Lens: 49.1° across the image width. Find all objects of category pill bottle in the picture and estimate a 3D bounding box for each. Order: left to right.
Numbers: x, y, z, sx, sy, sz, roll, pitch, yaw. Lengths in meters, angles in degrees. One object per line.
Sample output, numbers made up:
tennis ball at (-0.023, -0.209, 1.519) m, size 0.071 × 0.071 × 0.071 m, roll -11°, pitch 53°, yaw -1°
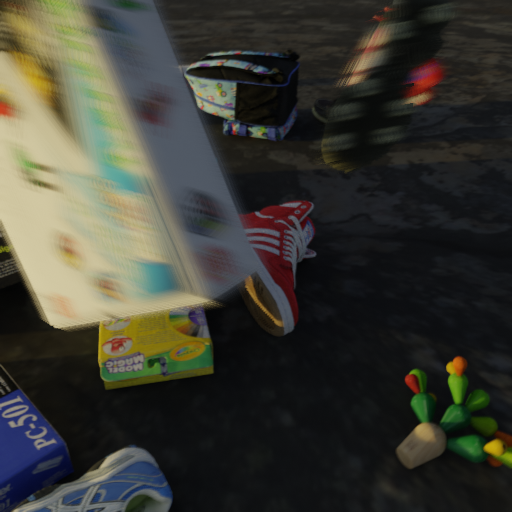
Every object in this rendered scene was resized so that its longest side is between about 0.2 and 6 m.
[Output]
pill bottle at (-2.136, -5.520, 17.271) m, size 1.194 × 0.654 × 0.654 m, roll -9°, pitch 34°, yaw -13°

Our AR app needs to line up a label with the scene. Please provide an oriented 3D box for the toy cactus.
toy cactus at (2.130, 1.846, 6.132) m, size 1.314 × 0.814 × 1.592 m, roll -28°, pitch 50°, yaw -21°

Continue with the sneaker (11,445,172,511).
sneaker at (-1.605, 2.460, 5.107) m, size 1.838 × 0.696 × 0.708 m, roll -28°, pitch 39°, yaw -34°

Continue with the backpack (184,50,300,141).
backpack at (-0.377, -4.115, 14.081) m, size 2.681 × 1.804 × 2.447 m, roll 7°, pitch 34°, yaw 10°

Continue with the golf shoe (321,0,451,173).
golf shoe at (1.713, -2.304, 7.634) m, size 0.987 × 2.558 × 1.126 m, roll 28°, pitch 10°, yaw -7°

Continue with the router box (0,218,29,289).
router box at (-4.477, -0.445, 8.472) m, size 3.505 × 1.089 × 2.626 m, roll -21°, pitch 37°, yaw -6°

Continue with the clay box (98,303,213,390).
clay box at (-1.381, 0.914, 7.565) m, size 1.377 × 0.570 × 2.397 m, roll -7°, pitch 34°, yaw -10°

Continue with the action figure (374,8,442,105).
action figure at (2.533, -3.742, 9.250) m, size 0.780 × 3.017 × 0.987 m, roll -25°, pitch 44°, yaw 9°

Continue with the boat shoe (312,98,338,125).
boat shoe at (2.340, -3.675, 14.301) m, size 0.945 × 0.837 × 2.582 m, roll -18°, pitch 37°, yaw -25°

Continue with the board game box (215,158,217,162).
board game box at (-2.103, -1.019, 10.400) m, size 2.167 × 0.674 × 2.871 m, roll 6°, pitch 34°, yaw 9°

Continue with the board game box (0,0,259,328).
board game box at (-2.082, -1.667, 5.598) m, size 3.018 × 4.781 × 0.827 m, roll -13°, pitch 12°, yaw 45°

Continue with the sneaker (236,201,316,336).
sneaker at (0.443, 0.019, 8.511) m, size 1.648 × 1.044 × 2.930 m, roll -14°, pitch 34°, yaw -14°

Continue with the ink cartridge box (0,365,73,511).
ink cartridge box at (-3.110, 1.852, 6.195) m, size 1.093 × 0.514 × 2.324 m, roll -29°, pitch 43°, yaw -35°
